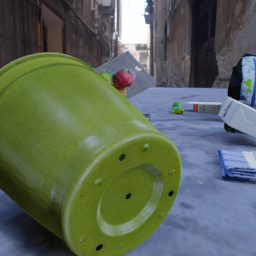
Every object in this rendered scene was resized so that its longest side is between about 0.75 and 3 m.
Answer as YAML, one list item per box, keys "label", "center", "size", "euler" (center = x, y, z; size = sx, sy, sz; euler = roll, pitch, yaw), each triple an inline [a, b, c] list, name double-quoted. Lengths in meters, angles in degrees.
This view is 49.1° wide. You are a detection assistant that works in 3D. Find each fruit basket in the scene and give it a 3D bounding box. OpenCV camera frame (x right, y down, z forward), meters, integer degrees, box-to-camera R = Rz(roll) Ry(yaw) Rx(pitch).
- label: "fruit basket"
  center: [-0.384, -1.510, 9.112]
  size: [2.075, 0.973, 1.922]
  euler: [-30, -37, 20]

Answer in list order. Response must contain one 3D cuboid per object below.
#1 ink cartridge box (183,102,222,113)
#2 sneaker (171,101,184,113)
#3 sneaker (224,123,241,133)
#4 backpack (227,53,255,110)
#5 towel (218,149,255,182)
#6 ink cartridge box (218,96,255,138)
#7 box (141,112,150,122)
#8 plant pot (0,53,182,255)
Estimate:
- label: "ink cartridge box"
  center: [3.493, -0.976, 13.208]
  size: [1.660, 0.418, 0.904]
  euler: [5, 11, 32]
- label: "sneaker"
  center: [2.194, -0.941, 12.649]
  size: [0.468, 0.528, 1.263]
  euler: [0, 11, -5]
- label: "sneaker"
  center: [3.486, -0.093, 7.955]
  size: [1.332, 0.494, 0.590]
  euler: [9, 15, 41]
- label: "backpack"
  center: [4.587, -1.351, 10.310]
  size: [2.249, 2.386, 2.925]
  euler: [20, 24, 26]
- label: "towel"
  center: [2.668, 0.615, 4.664]
  size: [2.186, 0.260, 1.606]
  euler: [3, 10, 16]
- label: "ink cartridge box"
  center: [2.926, -0.274, 7.073]
  size: [0.988, 0.582, 1.716]
  euler: [27, 15, 2]
- label: "box"
  center: [-0.288, -0.341, 9.610]
  size: [1.678, 0.412, 1.353]
  euler: [-9, 12, -40]
- label: "plant pot"
  center: [-0.474, 0.289, 2.879]
  size: [1.836, 1.836, 1.767]
  euler: [-7, 24, -36]
